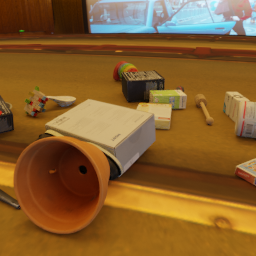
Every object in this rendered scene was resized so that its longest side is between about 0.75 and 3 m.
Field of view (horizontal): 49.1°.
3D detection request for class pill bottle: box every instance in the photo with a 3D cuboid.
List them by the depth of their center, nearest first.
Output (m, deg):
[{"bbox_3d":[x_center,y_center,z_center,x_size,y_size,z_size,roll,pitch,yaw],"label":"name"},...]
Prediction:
[{"bbox_3d":[5.001,-0.205,9.691,2.332,1.268,1.268,9,25,19],"label":"pill bottle"}]

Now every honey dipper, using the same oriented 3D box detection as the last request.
[{"bbox_3d":[3.330,-0.824,12.126,0.509,0.509,2.680,1,25,3],"label":"honey dipper"}]

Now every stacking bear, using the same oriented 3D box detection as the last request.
[{"bbox_3d":[0.133,-3.196,16.834,1.281,1.199,2.109,-13,32,-27],"label":"stacking bear"}]

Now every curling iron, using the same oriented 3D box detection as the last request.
[{"bbox_3d":[-3.369,1.480,7.067,2.214,0.283,0.549,18,29,35],"label":"curling iron"}]

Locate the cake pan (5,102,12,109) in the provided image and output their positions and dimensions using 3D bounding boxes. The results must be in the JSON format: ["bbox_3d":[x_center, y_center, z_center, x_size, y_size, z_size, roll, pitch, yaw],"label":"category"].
[{"bbox_3d":[-5.949,-0.659,11.856,1.996,0.366,1.996,0,24,0],"label":"cake pan"}]

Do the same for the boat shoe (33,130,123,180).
[{"bbox_3d":[-1.487,0.877,7.629,2.915,1.066,0.913,16,43,28],"label":"boat shoe"}]

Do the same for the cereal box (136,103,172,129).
[{"bbox_3d":[1.035,-0.538,11.528,1.460,0.401,2.030,4,24,10],"label":"cereal box"}]

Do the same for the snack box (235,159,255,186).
[{"bbox_3d":[3.961,1.483,7.040,0.869,0.294,2.418,-14,27,-29],"label":"snack box"}]

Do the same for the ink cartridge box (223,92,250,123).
[{"bbox_3d":[4.532,-0.852,11.628,0.525,0.911,1.574,0,24,-4],"label":"ink cartridge box"}]

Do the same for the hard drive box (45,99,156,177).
[{"bbox_3d":[-0.825,0.152,8.797,2.716,1.043,2.117,15,37,32],"label":"hard drive box"}]

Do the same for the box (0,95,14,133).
[{"bbox_3d":[-5.236,-0.484,10.386,1.430,0.817,1.570,-19,48,-35],"label":"box"}]

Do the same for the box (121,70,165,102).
[{"bbox_3d":[0.707,-2.157,14.281,1.867,1.160,1.883,-4,24,-8],"label":"box"}]

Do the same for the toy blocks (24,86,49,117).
[{"bbox_3d":[-3.794,-0.989,11.794,0.881,1.289,0.644,33,6,26],"label":"toy blocks"}]

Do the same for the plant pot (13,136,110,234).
[{"bbox_3d":[-1.246,1.086,6.202,1.984,1.984,1.389,7,8,15],"label":"plant pot"}]

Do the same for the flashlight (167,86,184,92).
[{"bbox_3d":[2.381,-1.919,14.598,1.287,0.437,0.436,-13,67,-38],"label":"flashlight"}]

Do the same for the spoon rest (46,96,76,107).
[{"bbox_3d":[-3.321,-1.232,12.907,1.955,0.592,0.971,-21,31,-37],"label":"spoon rest"}]

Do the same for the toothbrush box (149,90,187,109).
[{"bbox_3d":[1.829,-1.340,13.026,1.520,0.654,1.107,-3,21,-5],"label":"toothbrush box"}]
